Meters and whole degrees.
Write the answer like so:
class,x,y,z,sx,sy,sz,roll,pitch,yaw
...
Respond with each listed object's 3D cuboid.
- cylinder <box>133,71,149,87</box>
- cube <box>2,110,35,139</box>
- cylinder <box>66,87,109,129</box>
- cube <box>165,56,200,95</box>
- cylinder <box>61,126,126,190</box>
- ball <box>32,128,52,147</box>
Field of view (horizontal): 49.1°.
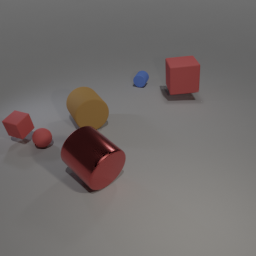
class,x,y,z,sx,sy,sz,roll,pitch,yaw
cylinder,0.720,-2.689,15.322,0.700,0.700,0.700,10,35,16
cube,-3.996,-0.121,10.237,0.700,0.700,0.700,13,44,22
cylinder,-1.668,-0.808,11.441,1.400,1.400,1.400,-13,33,-21
cube,2.622,-2.579,13.612,1.400,1.400,1.400,-5,32,1
cylinder,-1.026,0.869,8.303,1.400,1.400,1.400,36,44,30
ball,-3.099,0.347,10.118,0.700,0.700,0.700,0,30,0
